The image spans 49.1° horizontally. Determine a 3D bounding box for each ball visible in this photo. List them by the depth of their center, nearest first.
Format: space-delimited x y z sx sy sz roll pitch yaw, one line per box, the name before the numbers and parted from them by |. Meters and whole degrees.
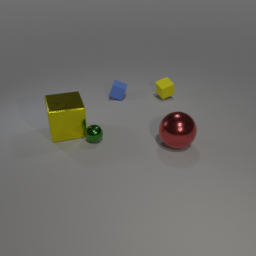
ball | 1.846 0.080 10.430 1.400 1.400 1.400 0 30 0
ball | -1.318 0.213 10.889 0.700 0.700 0.700 0 30 0

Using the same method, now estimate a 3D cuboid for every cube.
cube | -2.492 -0.477 11.241 1.400 1.400 1.400 -10 37 -16
cube | 1.878 -2.035 14.289 0.700 0.700 0.700 -25 49 -11
cube | -0.501 -1.942 14.372 0.700 0.700 0.700 20 30 -5
